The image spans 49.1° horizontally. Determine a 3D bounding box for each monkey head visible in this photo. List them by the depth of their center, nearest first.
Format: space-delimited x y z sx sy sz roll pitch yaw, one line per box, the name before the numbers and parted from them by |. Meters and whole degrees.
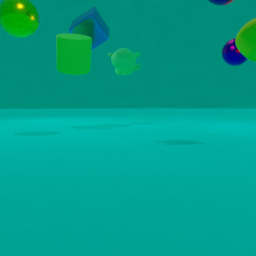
monkey head | -0.027 -2.915 12.137 1.841 1.110 1.325 13 28 43

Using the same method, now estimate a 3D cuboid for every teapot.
teapot | 3.574 -2.310 7.384 1.288 1.014 2.072 -14 -18 12

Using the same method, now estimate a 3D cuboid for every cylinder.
cylinder | -1.921 -2.633 9.955 1.205 1.205 1.205 5 26 -3

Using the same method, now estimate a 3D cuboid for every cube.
cube | -1.534 -3.967 11.329 1.147 1.147 1.147 -26 34 18

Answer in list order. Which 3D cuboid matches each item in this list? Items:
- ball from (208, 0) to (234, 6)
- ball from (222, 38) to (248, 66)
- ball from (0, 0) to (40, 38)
ball | 2.227 -3.361 6.570 0.901 0.901 0.901 0 4 0
ball | 3.901 -2.743 10.121 0.986 0.986 0.986 0 4 0
ball | -3.187 -3.241 8.196 1.147 1.147 1.147 0 4 0
